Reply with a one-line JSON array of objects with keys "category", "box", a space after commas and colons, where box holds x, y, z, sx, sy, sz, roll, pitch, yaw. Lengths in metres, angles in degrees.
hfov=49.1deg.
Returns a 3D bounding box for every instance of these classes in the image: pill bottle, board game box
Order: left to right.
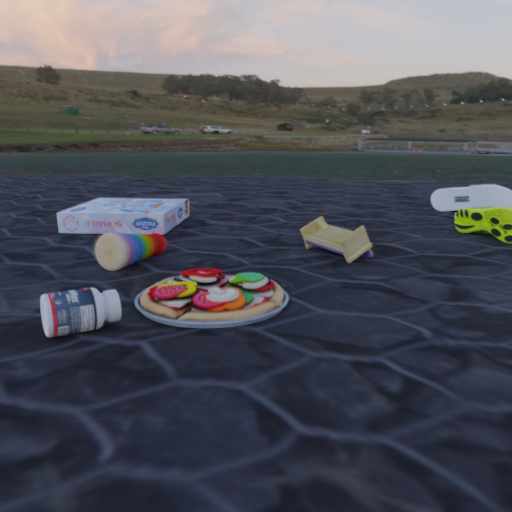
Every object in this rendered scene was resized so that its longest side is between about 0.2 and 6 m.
[{"category": "pill bottle", "box": [-2.169, 0.677, 6.950, 0.893, 0.534, 0.534, -8, 15, -28]}, {"category": "board game box", "box": [-3.210, -1.029, 14.060, 2.557, 0.527, 2.563, 2, 14, 7]}]

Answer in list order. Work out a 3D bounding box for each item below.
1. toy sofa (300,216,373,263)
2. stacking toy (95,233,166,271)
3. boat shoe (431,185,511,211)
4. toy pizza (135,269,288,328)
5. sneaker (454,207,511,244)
[{"category": "toy sofa", "box": [1.563, -0.249, 10.961, 0.607, 0.715, 1.466, -33, 26, -19]}, {"category": "stacking toy", "box": [-2.214, -0.136, 10.393, 0.677, 0.677, 1.586, 6, 8, 25]}, {"category": "boat shoe", "box": [6.273, -1.587, 15.874, 0.847, 0.897, 2.500, -14, 12, -41]}, {"category": "toy pizza", "box": [-0.629, 0.509, 8.026, 2.190, 0.347, 2.190, 0, 13, 0]}, {"category": "sneaker", "box": [5.454, -0.798, 12.585, 0.879, 0.779, 2.102, -11, 16, -24]}]
